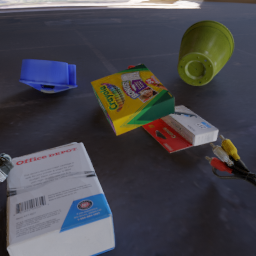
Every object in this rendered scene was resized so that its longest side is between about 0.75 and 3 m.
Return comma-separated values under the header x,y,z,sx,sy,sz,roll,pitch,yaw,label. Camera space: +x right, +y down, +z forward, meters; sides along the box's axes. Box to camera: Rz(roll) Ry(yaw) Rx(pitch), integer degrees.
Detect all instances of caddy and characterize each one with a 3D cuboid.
x,y,z,sx,sy,sz,roll,pitch,yaw,label
-3.430,-2.185,12.125,2.532,1.329,1.790,7,9,13,caddy

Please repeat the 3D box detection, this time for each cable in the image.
x,y,z,sx,sy,sz,roll,pitch,yaw,label
2.680,1.072,6.708,0.526,1.015,2.090,17,19,-35,cable

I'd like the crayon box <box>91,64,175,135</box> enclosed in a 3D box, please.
x,y,z,sx,sy,sz,roll,pitch,yaw,label
0.101,-1.133,10.022,2.200,0.743,2.549,-21,44,-10,crayon box

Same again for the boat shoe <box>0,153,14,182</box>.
x,y,z,sx,sy,sz,roll,pitch,yaw,label
-2.656,0.776,5.897,0.464,0.471,1.307,-43,29,-22,boat shoe

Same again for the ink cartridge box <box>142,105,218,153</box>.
x,y,z,sx,sy,sz,roll,pitch,yaw,label
1.631,-0.046,9.285,1.766,0.448,2.004,-13,32,-22,ink cartridge box

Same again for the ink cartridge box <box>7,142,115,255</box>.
x,y,z,sx,sy,sz,roll,pitch,yaw,label
-1.505,1.527,5.918,1.806,1.043,2.474,-14,33,-15,ink cartridge box

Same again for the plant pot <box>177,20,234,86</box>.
x,y,z,sx,sy,sz,roll,pitch,yaw,label
3.450,-3.331,13.181,2.604,2.604,2.507,12,43,20,plant pot

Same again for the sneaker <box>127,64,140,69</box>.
x,y,z,sx,sy,sz,roll,pitch,yaw,label
-0.077,-1.950,11.755,0.921,1.223,2.615,20,35,29,sneaker
